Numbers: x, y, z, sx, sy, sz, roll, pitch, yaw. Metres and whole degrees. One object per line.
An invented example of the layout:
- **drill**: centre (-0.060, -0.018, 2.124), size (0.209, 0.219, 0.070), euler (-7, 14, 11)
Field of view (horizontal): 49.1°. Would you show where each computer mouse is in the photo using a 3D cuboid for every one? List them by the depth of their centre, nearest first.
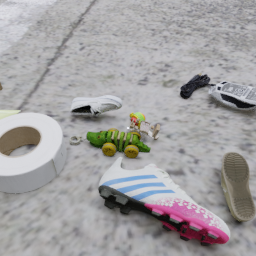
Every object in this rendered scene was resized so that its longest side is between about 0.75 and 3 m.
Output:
- **computer mouse**: centre (3.126, -1.083, 9.100), size (2.613, 0.573, 1.433), euler (24, 44, 30)

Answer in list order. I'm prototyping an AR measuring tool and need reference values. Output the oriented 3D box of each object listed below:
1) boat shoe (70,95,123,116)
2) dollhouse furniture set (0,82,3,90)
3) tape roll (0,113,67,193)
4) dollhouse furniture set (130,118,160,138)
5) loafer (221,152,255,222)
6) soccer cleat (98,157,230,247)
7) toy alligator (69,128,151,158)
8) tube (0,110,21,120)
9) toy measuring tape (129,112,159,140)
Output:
- **boat shoe**: centre (-0.943, -0.591, 8.321), size (1.585, 0.583, 0.518), euler (-3, 49, 16)
- **dollhouse furniture set**: centre (-4.699, -1.244, 9.234), size (0.477, 0.559, 1.078), euler (7, 45, 10)
- **tape roll**: centre (-2.693, 0.574, 7.208), size (2.172, 0.760, 2.172), euler (0, 43, 0)
- **dollhouse furniture set**: centre (0.469, -0.088, 7.678), size (0.762, 0.338, 0.395), euler (20, 44, -8)
- **loafer**: centre (2.447, 1.339, 6.434), size (0.647, 0.584, 1.709), euler (6, 53, 3)
- **soccer cleat**: centre (0.784, 1.434, 6.053), size (2.952, 1.031, 1.274), euler (17, 56, 19)
- **toy alligator**: centre (-0.519, 0.314, 7.616), size (2.312, 0.556, 0.766), euler (5, 44, 5)
- **tube**: centre (-4.178, 0.286, 7.593), size (0.811, 0.725, 2.795), euler (35, 43, -5)
- **toy measuring tape**: centre (0.450, -0.133, 8.185), size (0.446, 0.446, 1.212), euler (-30, 51, -27)
